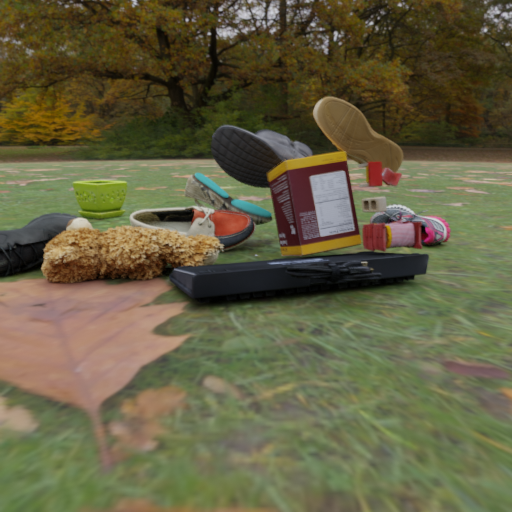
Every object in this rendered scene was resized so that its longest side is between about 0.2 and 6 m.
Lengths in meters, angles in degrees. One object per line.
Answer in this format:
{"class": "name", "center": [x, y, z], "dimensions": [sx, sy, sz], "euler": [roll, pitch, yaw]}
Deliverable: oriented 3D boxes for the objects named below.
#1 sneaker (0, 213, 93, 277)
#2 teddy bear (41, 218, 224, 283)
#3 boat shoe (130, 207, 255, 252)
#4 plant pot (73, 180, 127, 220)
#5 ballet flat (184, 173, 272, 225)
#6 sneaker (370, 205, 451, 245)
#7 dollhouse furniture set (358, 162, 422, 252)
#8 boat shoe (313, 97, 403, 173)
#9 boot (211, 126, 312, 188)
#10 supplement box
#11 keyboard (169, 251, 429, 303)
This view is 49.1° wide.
{"class": "sneaker", "center": [-4.211, -0.082, 9.992], "dimensions": [2.634, 1.000, 1.196], "euler": [-11, 25, -15]}
{"class": "teddy bear", "center": [-2.098, -0.168, 9.772], "dimensions": [3.077, 1.027, 2.231], "euler": [1, 11, 2]}
{"class": "boat shoe", "center": [-1.305, -0.634, 11.599], "dimensions": [2.570, 0.804, 0.915], "euler": [-3, 52, 1]}
{"class": "plant pot", "center": [-4.528, -1.648, 16.347], "dimensions": [1.146, 1.045, 1.152], "euler": [8, 15, 35]}
{"class": "ballet flat", "center": [-0.674, -1.071, 12.552], "dimensions": [2.100, 0.791, 0.712], "euler": [29, 22, 5]}
{"class": "sneaker", "center": [3.388, -0.698, 12.712], "dimensions": [0.719, 0.776, 1.925], "euler": [-14, 19, -40]}
{"class": "dollhouse furniture set", "center": [2.258, -0.838, 9.427], "dimensions": [0.810, 1.504, 0.612], "euler": [-7, 6, -24]}
{"class": "boat shoe", "center": [1.744, -2.137, 10.233], "dimensions": [2.100, 0.774, 0.726], "euler": [31, -4, -29]}
{"class": "boot", "center": [0.153, -2.170, 11.859], "dimensions": [2.789, 0.973, 1.836], "euler": [24, 27, -29]}
{"class": "supplement box", "center": [1.015, -0.893, 10.306], "dimensions": [1.096, 1.651, 1.628], "euler": [-10, 2, -10]}
{"class": "keyboard", "center": [0.783, 0.296, 8.745], "dimensions": [3.890, 0.499, 2.336], "euler": [-5, 3, -21]}
